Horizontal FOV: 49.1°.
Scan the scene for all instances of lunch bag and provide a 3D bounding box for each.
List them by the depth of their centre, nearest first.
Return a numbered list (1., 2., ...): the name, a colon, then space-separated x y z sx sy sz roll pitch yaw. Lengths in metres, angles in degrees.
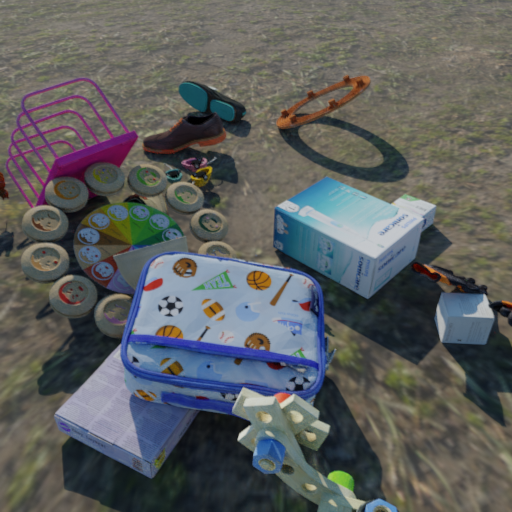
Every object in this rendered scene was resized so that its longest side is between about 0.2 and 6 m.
1. lunch bag: -0.379 1.236 8.468 3.096 1.170 2.481 8 48 -1

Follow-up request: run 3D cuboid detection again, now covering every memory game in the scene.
1. memory game: -2.350 -0.282 10.657 4.070 0.259 4.070 10 53 -14

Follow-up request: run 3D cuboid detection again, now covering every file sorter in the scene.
1. file sorter: -4.180 -2.307 12.197 1.874 2.697 1.691 -33 89 -37

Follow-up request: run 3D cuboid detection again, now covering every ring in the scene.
1. ring: 1.912 -4.600 16.467 3.007 0.289 3.007 -25 23 11

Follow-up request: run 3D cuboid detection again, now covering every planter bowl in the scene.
1. planter bowl: -1.765 0.240 9.895 1.310 0.882 1.310 -15 3 1

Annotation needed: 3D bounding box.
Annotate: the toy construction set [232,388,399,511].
1. toy construction set: 0.264 3.381 6.030 2.493 1.752 3.802 9 49 13

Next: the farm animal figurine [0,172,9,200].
1. farm animal figurine: -6.451 -1.157 12.632 1.771 0.934 1.791 12 44 35

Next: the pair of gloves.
1. pair of gloves: 4.016 0.760 9.746 2.413 0.298 2.150 32 14 37

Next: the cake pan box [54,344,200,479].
1. cake pan box: -1.832 2.219 8.369 1.753 0.459 1.615 19 39 17

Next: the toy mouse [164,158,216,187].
1. toy mouse: -1.740 -2.090 14.150 1.495 0.325 1.682 13 41 27

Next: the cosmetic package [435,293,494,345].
1. cosmetic package: 3.611 1.091 9.766 0.774 0.648 0.644 2 37 3

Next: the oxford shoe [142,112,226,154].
1. oxford shoe: -2.061 -3.437 15.409 2.371 0.860 0.844 -11 42 6

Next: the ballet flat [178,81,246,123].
1. ballet flat: -1.319 -4.808 17.552 2.464 0.838 0.843 34 39 23

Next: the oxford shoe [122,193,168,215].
1. oxford shoe: -2.455 -1.000 12.216 0.959 1.018 2.723 -3 38 -3

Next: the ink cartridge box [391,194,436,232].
1. ink cartridge box: 3.335 -0.840 12.458 0.817 0.492 1.124 29 44 33

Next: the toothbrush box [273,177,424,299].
1. toothbrush box: 1.841 -0.462 11.478 2.472 1.054 1.809 28 45 32
